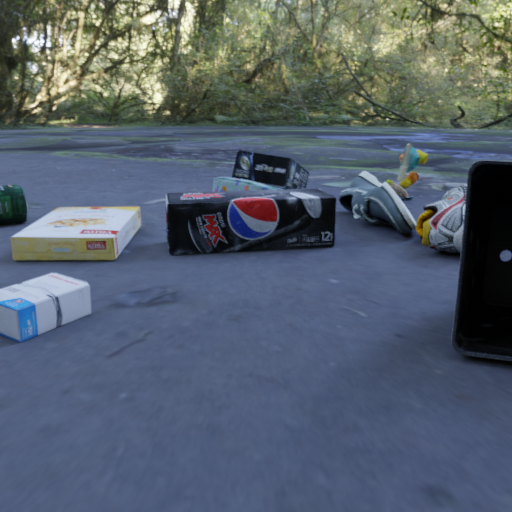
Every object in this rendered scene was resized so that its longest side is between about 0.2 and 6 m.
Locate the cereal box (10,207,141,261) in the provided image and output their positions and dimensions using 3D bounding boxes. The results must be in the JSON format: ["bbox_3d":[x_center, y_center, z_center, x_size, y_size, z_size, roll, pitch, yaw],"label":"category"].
[{"bbox_3d":[-3.316,-0.476,10.727,1.797,0.494,2.498,0,16,-2],"label":"cereal box"}]

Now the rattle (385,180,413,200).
[{"bbox_3d":[3.704,-1.516,14.980,0.690,0.757,1.060,16,-8,32],"label":"rattle"}]

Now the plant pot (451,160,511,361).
[{"bbox_3d":[3.451,0.093,6.489,2.082,2.087,1.851,6,3,20],"label":"plant pot"}]

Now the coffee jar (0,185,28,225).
[{"bbox_3d":[-6.052,-1.049,12.104,1.958,0.835,1.021,-11,19,-32],"label":"coffee jar"}]

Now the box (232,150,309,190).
[{"bbox_3d":[0.407,-2.099,14.620,1.477,0.777,1.804,13,1,21],"label":"box"}]

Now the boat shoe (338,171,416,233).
[{"bbox_3d":[2.597,-1.026,12.299,0.963,1.135,3.118,-35,21,6],"label":"boat shoe"}]

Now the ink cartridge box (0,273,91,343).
[{"bbox_3d":[-2.758,0.618,7.058,0.786,0.461,1.073,11,19,32],"label":"ink cartridge box"}]

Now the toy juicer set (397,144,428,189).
[{"bbox_3d":[4.208,-2.503,15.783,0.505,1.181,1.857,26,14,28],"label":"toy juicer set"}]

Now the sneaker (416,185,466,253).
[{"bbox_3d":[3.680,-0.781,10.805,1.122,1.063,2.731,4,16,16],"label":"sneaker"}]

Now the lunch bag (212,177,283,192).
[{"bbox_3d":[-0.142,-1.449,13.560,1.663,0.641,1.334,15,5,36],"label":"lunch bag"}]

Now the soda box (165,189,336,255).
[{"bbox_3d":[-0.124,-0.678,10.570,3.114,0.986,1.102,-4,17,-10],"label":"soda box"}]
